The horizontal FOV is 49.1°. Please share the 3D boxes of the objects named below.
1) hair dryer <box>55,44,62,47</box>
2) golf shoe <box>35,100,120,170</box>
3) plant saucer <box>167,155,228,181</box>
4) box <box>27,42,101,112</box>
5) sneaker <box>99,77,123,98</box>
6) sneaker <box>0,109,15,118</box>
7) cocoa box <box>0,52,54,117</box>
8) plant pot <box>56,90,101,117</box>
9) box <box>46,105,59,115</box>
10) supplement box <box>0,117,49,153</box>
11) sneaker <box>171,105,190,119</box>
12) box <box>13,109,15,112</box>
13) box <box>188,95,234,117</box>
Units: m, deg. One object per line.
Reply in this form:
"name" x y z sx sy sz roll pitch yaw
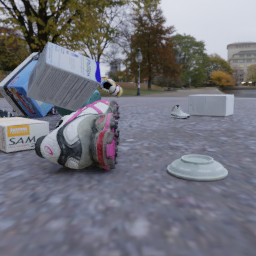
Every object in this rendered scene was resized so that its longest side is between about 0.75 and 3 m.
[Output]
"hair dryer" -2.405 -2.209 10.364 0.418 1.537 1.171 -20 61 -40
"golf shoe" -0.792 0.000 5.359 1.324 1.044 2.876 0 8 1
"plant saucer" 1.048 0.564 4.266 0.901 0.226 0.901 0 7 0
"box" -2.143 -1.624 9.394 1.901 0.998 1.749 17 -41 -32
"sneaker" -0.955 -1.933 12.298 1.735 0.650 0.782 33 4 42
"sneaker" -4.058 -0.144 7.700 1.888 0.733 0.815 -5 6 -33
"cocoa box" -4.292 -2.112 13.354 1.823 1.853 2.778 6 48 30
"plant pot" -1.969 -1.139 11.879 1.377 1.716 1.716 16 14 22
"box" -4.077 -1.025 14.227 1.037 0.685 0.595 4 5 29
"supplement box" -2.572 0.110 6.298 0.969 0.565 1.537 -7 11 -43
"sneaker" 2.289 -0.724 12.381 0.384 0.585 1.016 -7 10 -40
"box" -5.756 -1.137 16.398 1.179 0.326 1.472 3 8 23
"box" 4.137 -1.150 13.960 1.871 0.995 1.425 5 9 34
